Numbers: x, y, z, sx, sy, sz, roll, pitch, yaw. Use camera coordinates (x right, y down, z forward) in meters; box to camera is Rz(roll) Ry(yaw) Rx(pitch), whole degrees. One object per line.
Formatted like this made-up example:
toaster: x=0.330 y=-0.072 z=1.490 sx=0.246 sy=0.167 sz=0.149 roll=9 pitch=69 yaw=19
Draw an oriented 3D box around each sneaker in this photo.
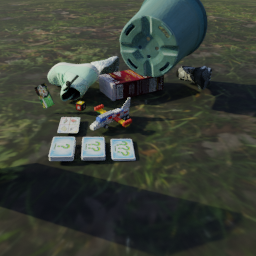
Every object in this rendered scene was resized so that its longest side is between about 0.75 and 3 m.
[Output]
sneaker: x=2.486 y=-2.052 z=11.115 sx=1.362 sy=0.885 sz=2.359 roll=12 pitch=14 yaw=21
sneaker: x=-1.089 y=-2.615 z=12.066 sx=0.994 sy=0.872 sz=2.480 roll=15 pitch=28 yaw=17
sneaker: x=-2.442 y=-1.701 z=10.610 sx=2.550 sy=0.938 sz=1.504 roll=2 pitch=47 yaw=36

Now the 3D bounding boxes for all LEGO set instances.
LEGO set: x=-0.984 y=-0.155 z=8.273 sx=2.239 sy=0.736 sz=2.998 roll=1 pitch=31 yaw=-5

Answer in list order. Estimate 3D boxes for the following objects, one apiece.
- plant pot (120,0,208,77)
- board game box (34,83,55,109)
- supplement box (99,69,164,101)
plant pot: x=1.160 y=-3.237 z=9.837 sx=2.737 sy=2.737 sz=2.680 roll=12 pitch=39 yaw=20
board game box: x=-2.812 y=-1.072 z=9.435 sx=0.417 sy=0.796 sz=0.093 roll=-23 pitch=2 yaw=8
supplement box: x=0.144 y=-1.785 z=11.000 sx=2.274 sy=0.692 sz=1.237 roll=-16 pitch=33 yaw=-26
